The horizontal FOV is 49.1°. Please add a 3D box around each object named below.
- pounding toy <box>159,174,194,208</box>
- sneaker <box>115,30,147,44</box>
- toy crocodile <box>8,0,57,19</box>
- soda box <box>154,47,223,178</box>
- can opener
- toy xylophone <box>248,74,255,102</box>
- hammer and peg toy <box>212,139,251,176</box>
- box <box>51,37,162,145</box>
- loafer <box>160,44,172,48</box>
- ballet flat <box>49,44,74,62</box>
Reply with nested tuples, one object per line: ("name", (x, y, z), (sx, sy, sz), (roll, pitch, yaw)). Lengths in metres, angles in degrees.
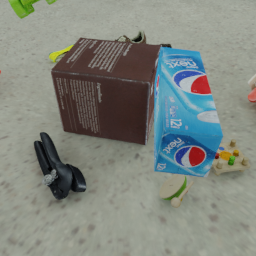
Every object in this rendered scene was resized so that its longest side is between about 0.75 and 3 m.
("pounding toy", (1.240, 1.552, 6.721), (0.795, 0.478, 1.030), (-46, 13, -5))
("sneaker", (-0.429, -3.430, 12.125), (2.984, 1.127, 1.051), (-30, 49, -31))
("toy crocodile", (-2.282, -3.291, 6.682), (0.969, 0.886, 2.870), (-25, 28, 2))
("soda box", (0.564, -0.268, 3.008), (0.514, 0.543, 1.602), (6, 40, 0))
("can opener", (-2.017, 0.957, 7.422), (0.771, 0.956, 2.433), (-51, 48, 3))
("toy xylophone", (5.595, -1.222, 9.215), (2.186, 0.750, 2.985), (-50, 48, -2))
("hammer and peg toy", (2.456, 0.784, 7.646), (1.411, 0.498, 1.038), (-6, 41, -7))
("box", (-0.502, -1.188, 8.600), (2.742, 2.252, 2.275), (9, 41, 11))
("loafer", (1.750, -3.820, 13.238), (0.779, 0.284, 0.278), (-17, 43, -19))
("ballet flat", (-2.803, -3.301, 12.562), (1.490, 0.498, 0.499), (-29, 70, -26))
